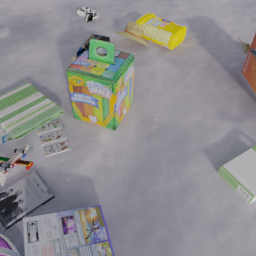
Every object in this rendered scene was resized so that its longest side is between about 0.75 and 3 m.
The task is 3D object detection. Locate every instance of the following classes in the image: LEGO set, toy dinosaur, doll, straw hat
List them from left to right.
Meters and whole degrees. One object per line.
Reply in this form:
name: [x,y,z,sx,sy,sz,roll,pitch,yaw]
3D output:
LEGO set: [-2.965,0.652,8.188,2.393,0.587,1.787,-17,34,-19]
doll: [-1.710,-3.102,11.616,1.418,0.344,0.967,-23,70,1]
straw hat: [0.272,-4.189,12.116,1.627,0.689,1.627,19,20,-7]
toy dinosaur: [5.289,-3.533,12.247,1.412,0.411,0.714,35,39,20]

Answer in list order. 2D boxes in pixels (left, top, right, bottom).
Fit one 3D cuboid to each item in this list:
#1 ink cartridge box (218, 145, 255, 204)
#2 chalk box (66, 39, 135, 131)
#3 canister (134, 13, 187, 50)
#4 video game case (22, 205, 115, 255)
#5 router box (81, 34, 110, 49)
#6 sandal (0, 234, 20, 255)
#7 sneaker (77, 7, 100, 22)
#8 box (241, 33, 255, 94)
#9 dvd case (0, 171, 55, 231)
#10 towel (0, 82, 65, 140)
ink cartridge box: [3.445,1.174,7.615,1.586,0.380,1.154,-25,51,-22]
chalk box: [-0.792,-1.459,8.657,1.571,2.525,1.563,17,48,16]
canister: [1.453,-4.360,12.638,1.974,0.855,1.466,29,52,24]
video game case: [-1.217,2.687,5.881,1.770,0.444,1.953,-5,44,-20]
router box: [-1.400,-3.656,12.289,0.856,0.355,1.142,16,48,15]
sandal: [-2.677,2.927,5.661,2.959,0.727,1.204,29,53,22]
sneaker: [-2.126,-5.724,14.180,1.230,0.491,0.801,21,40,6]
box: [5.240,-1.988,9.582,1.344,1.925,2.528,-5,46,-4]
dvd case: [-2.712,1.803,7.161,1.359,0.168,1.021,-32,53,-27]
towel: [-3.464,-0.641,9.255,1.822,0.279,2.389,-34,51,-28]
